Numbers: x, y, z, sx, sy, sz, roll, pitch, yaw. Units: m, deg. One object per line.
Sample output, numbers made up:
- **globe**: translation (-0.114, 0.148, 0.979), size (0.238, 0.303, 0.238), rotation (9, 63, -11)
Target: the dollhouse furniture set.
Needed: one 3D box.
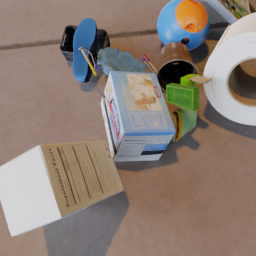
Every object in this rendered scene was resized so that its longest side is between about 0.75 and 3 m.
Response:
- **dollhouse furniture set**: translation (1.768, -0.455, 7.699), size (1.156, 1.765, 0.886), rotation (-27, 33, -36)

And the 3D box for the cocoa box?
- **cocoa box**: translation (0.192, -0.347, 7.888), size (1.457, 1.434, 2.185), rotation (-1, 54, -18)

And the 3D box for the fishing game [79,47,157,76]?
- **fishing game**: translation (-0.149, -1.996, 9.356), size (2.759, 0.429, 1.976), rotation (-8, 52, -37)

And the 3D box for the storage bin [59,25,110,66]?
- **storage bin**: translation (-1.515, -2.952, 10.059), size (1.583, 0.742, 1.070), rotation (10, 78, 6)

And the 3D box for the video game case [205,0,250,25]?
- **video game case**: translation (3.820, -5.157, 11.009), size (2.919, 0.321, 2.661), rotation (30, 50, -24)

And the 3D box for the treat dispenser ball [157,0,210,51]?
- **treat dispenser ball**: translation (1.985, -3.703, 10.094), size (1.856, 1.856, 1.856), rotation (0, 56, 0)

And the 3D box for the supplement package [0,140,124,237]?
- **supplement package**: translation (-1.371, 1.163, 6.105), size (1.375, 2.353, 1.380), rotation (-26, 79, 25)

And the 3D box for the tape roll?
- **tape roll**: translation (3.702, -1.677, 7.945), size (2.743, 2.743, 1.883), rotation (22, 44, 14)

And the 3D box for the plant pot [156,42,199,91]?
- **plant pot**: translation (1.596, -2.120, 9.413), size (1.358, 1.358, 1.344), rotation (1, 49, 1)

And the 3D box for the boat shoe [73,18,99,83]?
- **boat shoe**: translation (-1.472, -2.599, 9.498), size (0.899, 0.734, 2.137), rotation (13, 88, 14)
